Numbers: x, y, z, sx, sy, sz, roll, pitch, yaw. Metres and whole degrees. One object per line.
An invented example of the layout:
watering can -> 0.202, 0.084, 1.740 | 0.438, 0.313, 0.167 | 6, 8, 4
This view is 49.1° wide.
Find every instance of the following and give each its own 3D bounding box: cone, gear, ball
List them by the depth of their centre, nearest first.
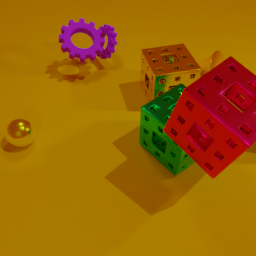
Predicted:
ball -> -2.682, 0.108, 6.989 | 0.735, 0.735, 0.735 | 0, 48, 0
gear -> -1.398, -2.663, 8.518 | 1.356, 0.251, 1.356 | 4, 73, -14
cone -> 2.490, -1.988, 9.088 | 0.954, 0.951, 0.951 | 8, 42, 44
gear -> -0.741, -2.800, 9.129 | 0.196, 1.061, 1.061 | -3, 42, -39

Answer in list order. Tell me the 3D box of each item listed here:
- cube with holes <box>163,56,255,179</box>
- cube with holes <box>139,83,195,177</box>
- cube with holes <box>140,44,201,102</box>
cube with holes -> 1.718, -0.177, 5.134 | 1.329, 1.329, 1.329 | -35, 71, -27
cube with holes -> 1.203, 0.025, 6.668 | 1.316, 1.316, 1.316 | -32, 55, -26
cube with holes -> 1.142, -1.454, 8.043 | 1.273, 1.273, 1.273 | -10, 49, -9
